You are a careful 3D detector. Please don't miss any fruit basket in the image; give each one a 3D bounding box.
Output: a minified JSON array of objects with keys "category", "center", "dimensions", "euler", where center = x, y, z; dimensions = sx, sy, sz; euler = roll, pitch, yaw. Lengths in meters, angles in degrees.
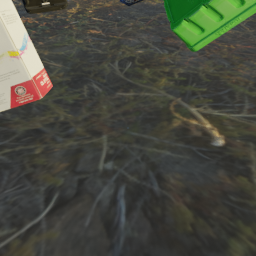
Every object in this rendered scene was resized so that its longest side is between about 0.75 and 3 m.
[{"category":"fruit basket","center":[2.367,-3.248,7.030],"dimensions":[2.594,2.594,1.871],"euler":[-10,75,-13]}]

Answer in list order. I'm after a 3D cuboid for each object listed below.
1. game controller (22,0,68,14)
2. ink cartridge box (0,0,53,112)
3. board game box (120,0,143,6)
[{"category":"game controller","center":[-2.026,-3.116,6.851],"dimensions":[1.062,0.554,0.224],"euler":[-12,46,-8]},{"category":"ink cartridge box","center":[-2.082,-1.104,4.434],"dimensions":[1.124,1.542,0.639],"euler":[-15,25,12]},{"category":"board game box","center":[0.714,-4.542,7.921],"dimensions":[0.399,1.561,2.304],"euler":[11,-2,-38]}]
